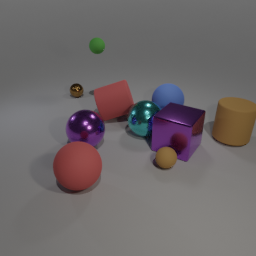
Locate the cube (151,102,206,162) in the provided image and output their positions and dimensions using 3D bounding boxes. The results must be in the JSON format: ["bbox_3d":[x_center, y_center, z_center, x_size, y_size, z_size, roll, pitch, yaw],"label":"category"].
[{"bbox_3d":[1.775,0.090,9.922,1.400,1.400,1.400,17,34,27],"label":"cube"}]

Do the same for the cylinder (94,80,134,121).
[{"bbox_3d":[-0.547,-1.162,11.789,1.400,1.400,1.400,-17,29,6],"label":"cylinder"}]

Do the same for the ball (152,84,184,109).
[{"bbox_3d":[1.722,-1.213,12.094,1.400,1.400,1.400,0,30,0],"label":"ball"}]

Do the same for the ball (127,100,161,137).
[{"bbox_3d":[0.670,-0.364,10.741,1.400,1.400,1.400,0,30,0],"label":"ball"}]

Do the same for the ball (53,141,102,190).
[{"bbox_3d":[-1.451,1.091,8.115,1.400,1.400,1.400,0,30,0],"label":"ball"}]

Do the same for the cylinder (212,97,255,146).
[{"bbox_3d":[3.967,-0.268,10.458,1.400,1.400,1.400,3,27,-1],"label":"cylinder"}]

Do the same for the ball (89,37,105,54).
[{"bbox_3d":[-1.355,-3.597,12.262,0.700,0.700,0.700,0,30,0],"label":"ball"}]

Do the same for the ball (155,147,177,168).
[{"bbox_3d":[1.236,0.959,9.076,0.700,0.700,0.700,0,30,0],"label":"ball"}]

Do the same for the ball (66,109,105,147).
[{"bbox_3d":[-1.518,0.038,10.024,1.400,1.400,1.400,0,30,0],"label":"ball"}]

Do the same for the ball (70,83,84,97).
[{"bbox_3d":[-2.596,-1.907,14.154,0.700,0.700,0.700,0,30,0],"label":"ball"}]
